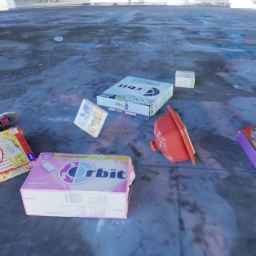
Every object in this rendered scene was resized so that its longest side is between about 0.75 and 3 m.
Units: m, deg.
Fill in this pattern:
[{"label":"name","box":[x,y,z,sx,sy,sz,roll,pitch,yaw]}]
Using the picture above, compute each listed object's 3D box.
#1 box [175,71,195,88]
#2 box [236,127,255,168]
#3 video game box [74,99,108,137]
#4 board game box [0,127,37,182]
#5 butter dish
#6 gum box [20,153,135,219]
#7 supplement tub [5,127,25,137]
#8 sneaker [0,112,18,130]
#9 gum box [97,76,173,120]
[{"label":"box","box":[2.951,-2.540,14.564,0.949,0.520,1.076,7,32,8]},{"label":"box","box":[4.728,0.770,8.840,1.716,0.490,2.508,-1,30,-1]},{"label":"video game box","box":[-1.301,-0.344,9.666,1.036,0.944,0.243,33,19,26]},{"label":"board game box","box":[-3.917,0.894,8.250,1.950,0.451,1.477,-23,57,-32]},{"label":"butter dish","box":[1.271,0.367,8.858,1.190,1.606,1.610,-24,32,7]},{"label":"gum box","box":[-1.158,1.445,7.293,2.658,0.879,1.508,2,30,3]},{"label":"supplement tub","box":[-4.032,0.364,9.449,0.599,0.599,0.978,18,36,28]},{"label":"sneaker","box":[-4.797,-0.185,10.539,1.330,0.491,0.582,-20,36,-23]},{"label":"gum box","box":[0.397,-1.454,12.540,2.427,0.636,2.856,15,33,24]}]
